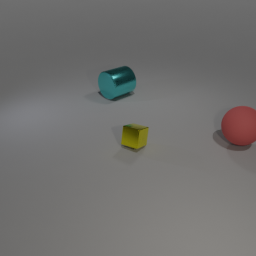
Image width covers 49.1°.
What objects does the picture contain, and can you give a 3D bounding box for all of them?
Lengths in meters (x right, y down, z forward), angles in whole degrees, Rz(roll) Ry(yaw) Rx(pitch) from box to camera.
[{"bbox_3d":[4.038,-0.082,9.929,1.400,1.400,1.400,0,30,0],"label":"ball"},{"bbox_3d":[-0.544,-2.275,13.972,1.400,1.400,1.400,-24,38,-36],"label":"cylinder"},{"bbox_3d":[0.250,0.275,10.096,0.700,0.700,0.700,14,16,30],"label":"cube"}]
